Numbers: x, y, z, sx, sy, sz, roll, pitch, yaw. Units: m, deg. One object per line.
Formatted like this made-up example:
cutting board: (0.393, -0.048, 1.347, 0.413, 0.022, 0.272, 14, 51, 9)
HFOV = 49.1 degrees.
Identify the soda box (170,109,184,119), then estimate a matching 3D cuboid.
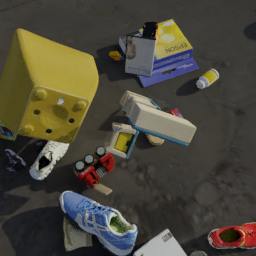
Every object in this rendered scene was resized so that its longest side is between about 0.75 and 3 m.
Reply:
soda box: (2.050, -0.285, 11.262, 0.347, 0.314, 0.991, -22, 62, -12)

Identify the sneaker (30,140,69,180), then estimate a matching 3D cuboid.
sneaker: (-2.769, 0.869, 10.235, 0.812, 0.875, 2.160, 28, 64, -5)

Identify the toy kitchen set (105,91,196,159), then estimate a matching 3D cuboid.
toy kitchen set: (0.410, 0.291, 7.718, 1.478, 2.509, 2.010, 18, 104, -13)

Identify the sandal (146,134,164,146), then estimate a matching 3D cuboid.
sandal: (0.751, -0.591, 11.120, 0.955, 0.857, 2.606, -21, 63, -11)

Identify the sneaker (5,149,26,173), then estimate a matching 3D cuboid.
sneaker: (-4.322, 1.227, 10.378, 1.016, 0.383, 0.578, 34, 64, 15)

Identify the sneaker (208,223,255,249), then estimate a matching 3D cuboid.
sneaker: (3.601, 3.438, 8.874, 2.038, 0.865, 0.785, -9, 61, -5)

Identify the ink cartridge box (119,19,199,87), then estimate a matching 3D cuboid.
ink cartridge box: (1.410, -3.529, 12.899, 2.834, 0.674, 2.868, -21, 61, -11)

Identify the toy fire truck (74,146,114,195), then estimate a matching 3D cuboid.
toy fire truck: (-0.978, 1.600, 9.928, 1.386, 1.013, 1.575, -34, 78, -18)

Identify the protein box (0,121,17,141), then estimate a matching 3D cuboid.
protein box: (-5.085, -0.652, 10.857, 1.741, 1.175, 1.728, 11, 61, -3)

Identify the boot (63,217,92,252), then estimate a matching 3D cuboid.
boot: (-1.642, 3.341, 9.187, 0.920, 0.431, 1.184, -8, 56, -8)

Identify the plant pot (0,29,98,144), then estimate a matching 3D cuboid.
plant pot: (-2.420, -0.992, 8.685, 2.687, 2.670, 2.749, 14, 26, -31)

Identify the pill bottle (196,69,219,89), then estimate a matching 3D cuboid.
pill bottle: (3.435, -2.109, 12.154, 0.949, 0.534, 0.534, -37, 67, -19)

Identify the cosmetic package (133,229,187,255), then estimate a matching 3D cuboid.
cosmetic package: (0.968, 3.937, 8.240, 1.221, 1.481, 1.222, -31, 65, -16)

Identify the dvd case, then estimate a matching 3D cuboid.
dvd case: (0.422, -2.643, 10.383, 1.077, 1.509, 0.132, 11, 39, 7)

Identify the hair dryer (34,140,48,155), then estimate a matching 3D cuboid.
hair dryer: (-3.205, 0.742, 10.807, 0.782, 0.212, 0.595, 0, 78, 4)

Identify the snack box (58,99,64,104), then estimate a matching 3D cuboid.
snack box: (-2.474, -1.319, 11.873, 0.738, 0.250, 2.052, 9, 61, 5)

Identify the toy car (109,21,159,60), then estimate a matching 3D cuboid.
toy car: (0.334, -3.882, 12.654, 2.398, 0.798, 1.176, -13, 73, 20)

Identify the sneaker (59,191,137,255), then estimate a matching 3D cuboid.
sneaker: (-0.917, 2.800, 8.925, 2.862, 1.103, 1.084, 31, 33, 9)

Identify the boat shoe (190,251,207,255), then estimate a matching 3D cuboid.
boat shoe: (2.246, 4.810, 8.302, 0.781, 0.680, 2.120, -12, 56, 7)
